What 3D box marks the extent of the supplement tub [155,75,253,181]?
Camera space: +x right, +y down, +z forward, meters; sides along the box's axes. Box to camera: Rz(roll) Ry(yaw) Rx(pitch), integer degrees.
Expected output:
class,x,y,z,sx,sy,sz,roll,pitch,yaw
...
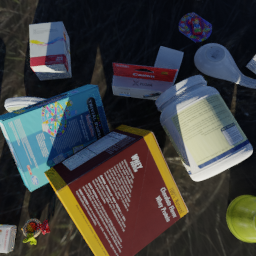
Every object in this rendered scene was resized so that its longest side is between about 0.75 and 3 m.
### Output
class,x,y,z,sx,sy,sz,roll,pitch,yaw
supplement tub,2.267,-0.005,8.766,2.039,2.039,2.813,-26,79,-6

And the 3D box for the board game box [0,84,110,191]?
class,x,y,z,sx,sy,sz,roll,pitch,yaw
board game box,-1.950,0.188,8.188,2.840,0.667,2.144,-26,114,-29

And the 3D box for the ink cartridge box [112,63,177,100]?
class,x,y,z,sx,sy,sz,roll,pitch,yaw
ink cartridge box,0.483,-1.460,9.234,2.021,1.781,0.452,7,77,2

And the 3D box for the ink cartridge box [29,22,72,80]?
class,x,y,z,sx,sy,sz,roll,pitch,yaw
ink cartridge box,-2.691,-2.677,9.813,1.175,1.181,1.625,-7,77,-1

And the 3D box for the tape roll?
class,x,y,z,sx,sy,sz,roll,pitch,yaw
tape roll,1.351,-2.139,9.688,0.823,1.199,1.199,18,78,4

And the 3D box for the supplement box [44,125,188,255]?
class,x,y,z,sx,sy,sz,roll,pitch,yaw
supplement box,-0.308,1.761,7.702,2.713,1.802,2.676,-32,108,-19

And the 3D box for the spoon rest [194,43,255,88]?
class,x,y,z,sx,sy,sz,roll,pitch,yaw
spoon rest,3.612,-2.155,10.027,2.643,0.801,1.313,34,78,21

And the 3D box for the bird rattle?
class,x,y,z,sx,sy,sz,roll,pitch,yaw
bird rattle,-2.967,3.202,8.871,0.748,0.517,0.917,37,76,24

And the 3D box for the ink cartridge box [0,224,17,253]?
class,x,y,z,sx,sy,sz,roll,pitch,yaw
ink cartridge box,-4.156,3.449,8.798,1.065,0.444,0.773,3,77,1

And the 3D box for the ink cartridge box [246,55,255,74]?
class,x,y,z,sx,sy,sz,roll,pitch,yaw
ink cartridge box,5.317,-2.226,9.959,1.666,0.702,1.205,42,80,9

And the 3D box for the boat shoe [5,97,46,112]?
class,x,y,z,sx,sy,sz,roll,pitch,yaw
boat shoe,-2.822,-0.502,9.459,2.678,0.964,0.831,5,78,-2

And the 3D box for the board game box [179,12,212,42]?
class,x,y,z,sx,sy,sz,roll,pitch,yaw
board game box,2.558,-3.860,10.571,1.269,0.247,1.003,38,80,8

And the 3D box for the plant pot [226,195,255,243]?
class,x,y,z,sx,sy,sz,roll,pitch,yaw
plant pot,3.953,2.780,8.450,1.484,1.429,1.484,0,76,0
